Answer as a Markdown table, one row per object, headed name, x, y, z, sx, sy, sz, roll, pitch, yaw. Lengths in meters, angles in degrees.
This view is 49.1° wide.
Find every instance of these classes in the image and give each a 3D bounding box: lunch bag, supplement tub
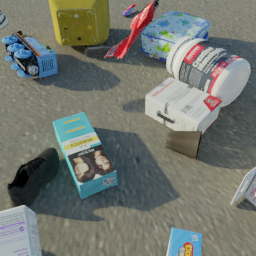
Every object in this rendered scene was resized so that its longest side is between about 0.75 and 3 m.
| name | x | y | z | sx | sy | sz | roll | pitch | yaw |
| --- | --- | --- | --- | --- | --- | --- | --- | --- | --- |
| lunch bag | 2.023 | -3.778 | 11.683 | 2.263 | 1.161 | 2.815 | 25 | 50 | 24 |
| supplement tub | 2.665 | -1.972 | 9.514 | 1.690 | 1.690 | 2.408 | -29 | 52 | -26 |

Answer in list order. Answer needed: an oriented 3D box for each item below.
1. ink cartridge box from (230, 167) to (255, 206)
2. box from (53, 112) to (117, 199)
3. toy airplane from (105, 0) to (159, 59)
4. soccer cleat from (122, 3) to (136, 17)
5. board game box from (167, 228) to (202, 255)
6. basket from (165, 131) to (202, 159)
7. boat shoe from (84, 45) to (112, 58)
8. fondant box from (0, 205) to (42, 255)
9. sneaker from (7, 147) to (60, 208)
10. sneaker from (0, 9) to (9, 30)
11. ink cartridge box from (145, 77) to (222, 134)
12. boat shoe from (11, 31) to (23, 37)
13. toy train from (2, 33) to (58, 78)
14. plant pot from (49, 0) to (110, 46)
| name | x | y | z | sx | sy | sz | roll | pitch | yaw |
| --- | --- | --- | --- | --- | --- | --- | --- | --- | --- |
| ink cartridge box | 3.666 | 1.155 | 6.613 | 2.412 | 1.399 | 0.818 | -27 | 51 | -23 |
| box | -1.235 | 0.642 | 7.684 | 1.009 | 0.603 | 2.453 | -19 | 48 | -18 |
| toy airplane | 0.194 | -2.562 | 7.333 | 0.391 | 2.125 | 2.125 | 38 | 45 | -16 |
| soccer cleat | 0.067 | -6.128 | 14.564 | 0.369 | 0.396 | 1.082 | 28 | 52 | 25 |
| board game box | 0.786 | 2.900 | 4.589 | 0.507 | 1.813 | 1.776 | 9 | 47 | 10 |
| basket | 1.555 | 0.397 | 7.918 | 0.910 | 0.619 | 0.821 | 11 | 84 | 19 |
| boat shoe | -1.117 | -3.259 | 11.641 | 1.375 | 0.512 | 0.504 | 2 | 45 | 0 |
| fondant box | -2.426 | 2.989 | 4.553 | 2.078 | 0.839 | 2.880 | -12 | 66 | -12 |
| sneaker | -2.336 | 1.107 | 7.073 | 0.693 | 0.829 | 1.826 | 12 | 45 | 14 |
| sneaker | -4.557 | -3.247 | 8.736 | 0.582 | 0.888 | 1.543 | 33 | 74 | 21 |
| ink cartridge box | 1.696 | -0.657 | 8.821 | 1.941 | 0.813 | 1.400 | 32 | 53 | 28 |
| boat shoe | -5.158 | -4.234 | 12.797 | 0.287 | 0.239 | 0.768 | 34 | 55 | 27 |
| toy train | -3.828 | -2.837 | 10.866 | 1.478 | 1.121 | 2.586 | -21 | 46 | -31 |
| plant pot | -2.035 | -4.756 | 11.726 | 2.534 | 2.550 | 2.609 | -3 | 47 | -2 |
